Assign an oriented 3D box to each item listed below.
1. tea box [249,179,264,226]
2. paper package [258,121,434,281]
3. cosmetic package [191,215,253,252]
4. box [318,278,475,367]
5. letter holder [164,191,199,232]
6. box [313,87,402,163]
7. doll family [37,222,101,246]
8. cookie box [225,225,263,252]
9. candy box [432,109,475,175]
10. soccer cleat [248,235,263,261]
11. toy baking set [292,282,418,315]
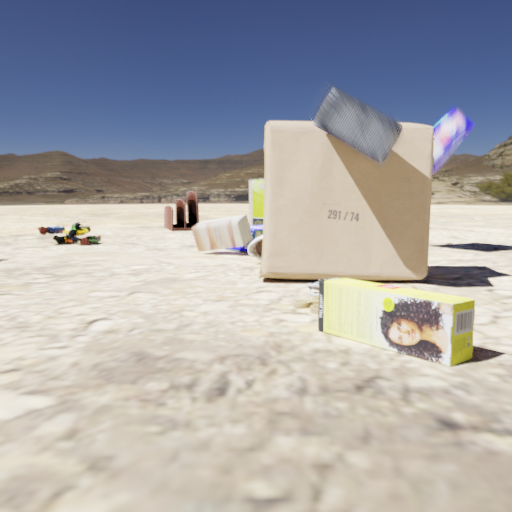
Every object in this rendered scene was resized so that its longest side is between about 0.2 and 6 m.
[{"bbox_3d":[0.667,-1.423,16.403,1.107,1.656,1.630,-5,9,-38],"label":"tea box"},{"bbox_3d":[1.291,-0.819,8.515,2.451,2.336,1.268,2,6,1],"label":"paper package"},{"bbox_3d":[-0.705,-0.465,11.622,1.113,0.575,0.486,-8,17,28],"label":"cosmetic package"},{"bbox_3d":[1.165,0.531,4.924,0.359,0.539,1.432,-5,8,-38],"label":"box"},{"bbox_3d":[-2.555,-1.547,18.955,0.924,1.306,1.838,-2,8,-17],"label":"letter holder"},{"bbox_3d":[1.341,-1.698,7.331,1.025,0.535,0.759,31,16,8],"label":"box"},{"bbox_3d":[-4.627,-0.530,13.786,1.552,0.609,0.897,-4,10,10],"label":"doll family"},{"bbox_3d":[0.147,-0.400,12.610,1.415,0.532,1.210,-5,8,-37],"label":"cookie box"},{"bbox_3d":[3.784,-2.201,12.256,1.410,0.642,1.667,-40,-13,-21],"label":"candy box"},{"bbox_3d":[0.939,-0.143,9.868,2.306,0.799,0.894,-4,9,32],"label":"soccer cleat"},{"bbox_3d":[1.250,0.459,6.771,1.463,0.222,1.906,2,7,17],"label":"toy baking set"}]
